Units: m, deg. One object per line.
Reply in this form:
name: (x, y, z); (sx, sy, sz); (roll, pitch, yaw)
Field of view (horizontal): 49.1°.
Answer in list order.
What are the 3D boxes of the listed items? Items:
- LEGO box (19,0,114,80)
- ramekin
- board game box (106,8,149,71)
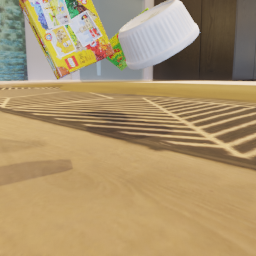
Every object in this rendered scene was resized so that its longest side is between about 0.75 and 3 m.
LEGO box: (-1.259, -2.067, 5.830); (1.275, 1.713, 0.661); (-29, 13, -17)
ramekin: (0.924, -3.309, 9.725); (2.800, 1.304, 2.800); (-26, 25, 13)
board game box: (0.250, -3.811, 12.322); (2.681, 0.638, 1.362); (-33, -40, 25)
